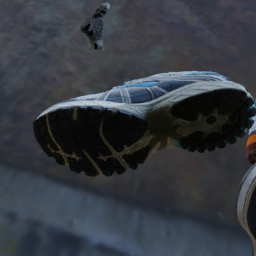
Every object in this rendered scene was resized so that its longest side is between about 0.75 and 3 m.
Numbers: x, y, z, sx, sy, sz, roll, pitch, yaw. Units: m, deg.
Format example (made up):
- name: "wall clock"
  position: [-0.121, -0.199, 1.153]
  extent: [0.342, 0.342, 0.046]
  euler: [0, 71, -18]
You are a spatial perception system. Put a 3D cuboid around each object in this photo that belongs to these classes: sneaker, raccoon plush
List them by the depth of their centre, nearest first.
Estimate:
- name: "sneaker"
  position: [1.852, 1.369, 2.530]
  extent: [0.848, 2.231, 1.612]
  euler: [-27, 29, -8]
- name: "sneaker"
  position: [0.146, -0.163, 4.012]
  extent: [2.894, 1.123, 1.249]
  euler: [-7, 31, 4]
- name: "raccoon plush"
  position: [-0.453, -1.712, 4.903]
  extent: [0.770, 0.516, 0.372]
  euler: [-43, 52, 5]

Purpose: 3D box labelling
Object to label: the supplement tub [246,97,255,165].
- name: "supplement tub"
  position: [2.387, -0.039, 4.017]
  extent: [1.164, 1.164, 2.177]
  euler: [14, 72, 10]
